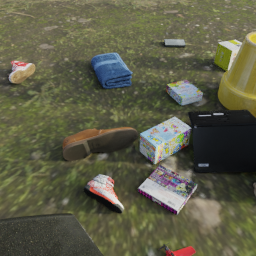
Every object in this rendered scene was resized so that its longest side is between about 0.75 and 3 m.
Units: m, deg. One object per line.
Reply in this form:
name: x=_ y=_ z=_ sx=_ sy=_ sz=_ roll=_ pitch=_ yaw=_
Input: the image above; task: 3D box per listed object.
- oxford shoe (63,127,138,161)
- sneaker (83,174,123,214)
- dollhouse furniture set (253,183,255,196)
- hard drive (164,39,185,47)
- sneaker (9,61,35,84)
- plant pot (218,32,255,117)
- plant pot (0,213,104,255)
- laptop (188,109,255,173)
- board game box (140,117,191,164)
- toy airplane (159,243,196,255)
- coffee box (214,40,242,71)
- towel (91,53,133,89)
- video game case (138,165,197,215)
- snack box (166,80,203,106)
oxford shoe: x=-0.883 y=0.284 z=8.795 sx=2.397 sy=0.855 sz=0.854 roll=-11 pitch=40 yaw=-11
sneaker: x=-0.494 y=1.677 z=7.388 sx=1.286 sy=0.429 sz=0.689 roll=22 pitch=46 yaw=29
dollhouse furniture set: x=3.901 y=0.445 z=7.394 sx=1.305 sy=2.346 sz=2.075 roll=-10 pitch=40 yaw=-12
hard drive: x=2.582 y=-4.704 z=15.558 sx=1.106 sy=0.182 sz=0.772 roll=1 pitch=39 yaw=2
sneaker: x=-4.998 y=-2.499 z=12.465 sx=0.953 sy=0.604 sz=1.695 roll=14 pitch=33 yaw=11
plant pot: x=4.950 y=-2.068 z=10.418 sx=2.669 sy=2.511 sz=2.669 roll=1 pitch=39 yaw=-1
plant pot: x=-1.515 y=2.965 z=4.187 sx=2.475 sy=2.784 sz=2.790 roll=-18 pitch=41 yaw=-37
laptop: x=3.044 y=0.318 z=8.918 sx=2.067 sy=1.205 sz=2.333 roll=-1 pitch=20 yaw=7
board game box: x=1.161 y=0.368 z=8.765 sx=1.452 sy=0.748 sz=0.761 roll=-25 pitch=45 yaw=-27
toy airplane: x=1.063 y=2.954 z=5.971 sx=1.151 sy=0.212 sz=1.151 roll=0 pitch=38 yaw=0
coffee box: x=4.892 y=-3.433 z=13.259 sx=1.050 sy=1.060 sz=1.062 roll=-15 pitch=41 yaw=-18
towel: x=-0.795 y=-2.687 z=12.682 sx=1.444 sy=0.628 sz=2.586 roll=-12 pitch=40 yaw=-13
video game case: x=1.081 y=1.633 z=7.611 sx=1.219 sy=0.218 sz=1.105 roll=25 pitch=45 yaw=28
snack box: x=2.262 y=-1.446 z=11.318 sx=0.991 sy=0.398 sz=1.176 roll=-16 pitch=43 yaw=-20
